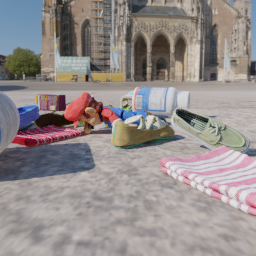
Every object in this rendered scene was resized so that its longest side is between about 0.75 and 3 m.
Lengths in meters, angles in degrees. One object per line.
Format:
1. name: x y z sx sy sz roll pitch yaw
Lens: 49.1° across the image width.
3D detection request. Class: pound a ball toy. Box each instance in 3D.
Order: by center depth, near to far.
1. pound a ball toy: 0.678 -1.525 16.009 1.844 1.201 2.827 1 10 9

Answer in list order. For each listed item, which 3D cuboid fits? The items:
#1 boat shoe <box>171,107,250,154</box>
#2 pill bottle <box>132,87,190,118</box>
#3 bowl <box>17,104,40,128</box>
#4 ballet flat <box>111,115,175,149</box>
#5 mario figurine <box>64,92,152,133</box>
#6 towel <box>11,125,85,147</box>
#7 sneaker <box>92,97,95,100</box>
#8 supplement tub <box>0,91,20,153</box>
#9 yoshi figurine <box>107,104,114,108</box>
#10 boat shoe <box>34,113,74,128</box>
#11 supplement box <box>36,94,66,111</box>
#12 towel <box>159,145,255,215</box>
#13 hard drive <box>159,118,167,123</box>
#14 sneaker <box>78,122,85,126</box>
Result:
1. boat shoe: 1.942 0.079 6.753 1.974 0.711 0.612 22 -14 18
2. pill bottle: 1.627 -1.240 13.545 2.612 1.466 1.466 5 11 18
3. bowl: -3.996 -0.253 9.322 2.157 0.423 2.157 -14 15 4
4. ballet flat: 0.568 0.010 8.128 0.878 0.806 2.558 8 12 41
5. mario figurine: -0.725 -0.179 9.541 2.868 1.520 1.770 9 -27 -7
6. towel: -2.656 0.193 8.751 1.580 0.246 2.185 8 12 34
7. sneaker: -2.120 -1.062 13.958 0.821 0.965 2.206 1 9 7
8. supplement tub: -3.285 -0.020 5.784 1.664 1.664 2.522 -2 9 -10
9. yoshi figurine: -1.133 -0.772 14.104 1.080 0.607 0.604 -26 -17 -37
10. boat shoe: -2.731 -0.254 10.530 1.755 0.649 0.583 -7 -1 -42
11. supplement box: -4.634 -1.545 16.828 1.723 0.951 0.738 4 11 25
12. towel: 1.941 0.796 4.828 1.797 0.367 2.456 -6 11 -29
13. hard drive: 1.301 -0.286 11.679 0.632 0.198 0.936 0 10 0
14. sneaker: -1.789 -0.309 11.460 0.446 0.322 0.850 8 14 42
